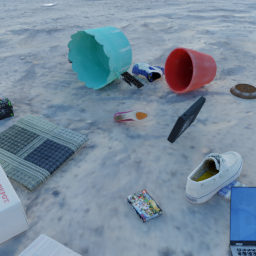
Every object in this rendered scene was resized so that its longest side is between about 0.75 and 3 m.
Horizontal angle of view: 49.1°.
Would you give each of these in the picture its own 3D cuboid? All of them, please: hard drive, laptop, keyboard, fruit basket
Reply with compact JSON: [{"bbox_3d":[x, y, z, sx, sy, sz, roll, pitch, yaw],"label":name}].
[{"bbox_3d":[2.021,-0.301,9.574,0.274,1.163,1.667,36,46,17],"label":"hard drive"},{"bbox_3d":[3.361,2.491,6.018,2.001,1.239,2.138,1,35,2],"label":"laptop"},{"bbox_3d":[0.152,-2.138,12.938,0.604,1.161,0.230,-19,45,51],"label":"keyboard"},{"bbox_3d":[-1.663,3.296,5.303,2.380,1.116,2.205,6,32,36],"label":"fruit basket"}]

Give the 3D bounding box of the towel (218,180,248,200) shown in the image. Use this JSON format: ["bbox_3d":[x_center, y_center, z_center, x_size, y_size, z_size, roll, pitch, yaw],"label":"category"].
[{"bbox_3d":[3.193,1.885,7.844,1.093,0.130,0.803,27,45,35],"label":"towel"}]

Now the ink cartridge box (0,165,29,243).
[{"bbox_3d":[-3.953,2.111,6.701,2.505,1.053,1.828,-24,41,-30],"label":"ink cartridge box"}]

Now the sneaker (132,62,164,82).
[{"bbox_3d":[0.973,-2.780,13.989,1.669,0.674,0.964,10,34,11],"label":"sneaker"}]

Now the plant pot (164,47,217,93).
[{"bbox_3d":[2.961,-2.672,12.897,1.778,2.010,2.010,-9,35,-31],"label":"plant pot"}]

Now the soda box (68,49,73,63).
[{"bbox_3d":[-2.065,-3.773,14.943,2.149,0.760,0.681,3,33,-20],"label":"soda box"}]

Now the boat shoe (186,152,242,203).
[{"bbox_3d":[2.538,1.172,8.130,2.447,0.854,0.868,-27,33,-31],"label":"boat shoe"}]

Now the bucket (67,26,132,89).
[{"bbox_3d":[-1.268,-3.358,13.145,2.806,2.806,1.826,26,41,32],"label":"bucket"}]

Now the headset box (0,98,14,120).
[{"bbox_3d":[-4.963,-0.731,11.066,0.795,0.692,0.369,-24,41,-31],"label":"headset box"}]

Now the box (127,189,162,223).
[{"bbox_3d":[0.436,2.079,7.531,0.590,0.163,0.864,-18,39,-24],"label":"box"}]

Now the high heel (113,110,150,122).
[{"bbox_3d":[0.129,-0.458,10.857,1.392,0.469,0.668,-11,8,-1],"label":"high heel"}]

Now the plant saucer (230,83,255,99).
[{"bbox_3d":[5.402,-1.739,12.893,1.335,0.244,1.335,-1,35,0],"label":"plant saucer"}]

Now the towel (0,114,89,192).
[{"bbox_3d":[-3.230,0.700,9.357,2.870,0.496,2.763,20,43,23],"label":"towel"}]
